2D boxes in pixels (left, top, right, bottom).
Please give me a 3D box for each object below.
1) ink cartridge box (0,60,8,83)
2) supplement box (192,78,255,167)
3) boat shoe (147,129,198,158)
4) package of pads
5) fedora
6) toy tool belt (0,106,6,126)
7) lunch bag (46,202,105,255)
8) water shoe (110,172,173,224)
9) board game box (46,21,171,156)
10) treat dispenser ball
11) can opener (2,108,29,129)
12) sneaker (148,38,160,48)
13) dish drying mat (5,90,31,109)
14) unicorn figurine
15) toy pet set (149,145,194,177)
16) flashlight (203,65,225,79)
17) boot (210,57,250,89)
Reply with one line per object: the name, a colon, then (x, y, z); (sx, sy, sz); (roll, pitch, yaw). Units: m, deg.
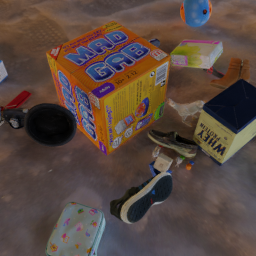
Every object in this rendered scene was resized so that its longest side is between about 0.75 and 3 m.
ink cartridge box: (-6.723, -2.436, 12.245); (2.144, 0.921, 1.570); (17, 52, 14)
supplement box: (3.561, -0.180, 9.696); (2.066, 2.064, 1.387); (-32, 58, -23)
boat shoe: (1.628, 0.406, 10.062); (1.871, 0.615, 0.668); (26, 29, 15)
package of pads: (3.110, -3.424, 12.873); (2.019, 0.688, 1.560); (14, 48, 34)
fedora: (-2.044, -0.148, 7.520); (1.350, 1.350, 0.617); (-6, 22, -5)
toy tool belt: (-5.186, -0.498, 10.746); (0.853, 0.840, 1.367); (13, 52, 10)
lunch bag: (-1.424, 3.089, 7.984); (1.381, 0.664, 1.722); (14, 53, 8)
water shoe: (0.293, 1.274, 5.580); (0.632, 0.573, 1.602); (5, 18, 40)
board game box: (-0.649, -1.483, 10.173); (2.942, 2.944, 2.942); (-35, 59, -25)
treat dispenser ball: (3.605, -6.237, 14.870); (1.626, 1.626, 1.626); (0, 51, 0)
can opener: (-3.463, -0.381, 10.665); (2.615, 0.829, 1.028); (7, 51, 6)
sneaker: (0.731, -3.163, 13.018); (2.473, 0.920, 1.082); (-37, 75, -16)
dish drying mat: (-4.599, -1.152, 11.743); (0.452, 0.107, 1.177); (23, 55, 18)
unicorn figurine: (2.439, -0.739, 11.107); (2.030, 0.750, 1.394); (-4, 40, -22)
toy pet set: (1.351, 1.289, 9.582); (1.414, 0.751, 1.320); (29, 19, 18)
flashlight: (4.075, -2.472, 12.619); (1.335, 0.454, 0.452); (32, 103, 20)
boot: (4.346, -2.340, 11.933); (1.742, 0.642, 1.347); (3, 95, -11)
